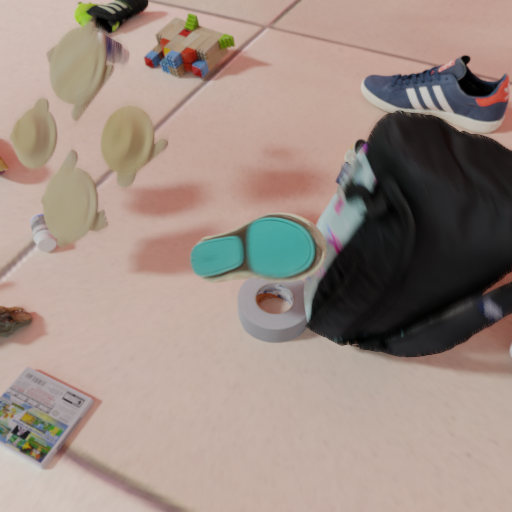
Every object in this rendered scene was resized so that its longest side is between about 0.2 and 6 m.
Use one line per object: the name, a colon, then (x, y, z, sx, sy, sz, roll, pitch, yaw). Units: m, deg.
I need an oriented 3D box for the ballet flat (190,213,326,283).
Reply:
ballet flat: (0.105, -0.082, 6.739, 0.733, 0.793, 2.351, -2, -1, -41)

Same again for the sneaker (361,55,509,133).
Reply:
sneaker: (3.756, -3.628, 11.749, 3.054, 1.290, 1.145, 16, 50, 15)

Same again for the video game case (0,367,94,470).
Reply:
video game case: (-2.897, 2.089, 7.331, 1.137, 0.125, 1.036, 20, 51, 17)

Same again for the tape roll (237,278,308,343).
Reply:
tape roll: (0.276, 0.746, 8.387, 1.114, 0.368, 1.114, 0, 47, 0)

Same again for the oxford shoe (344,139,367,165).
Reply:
oxford shoe: (2.484, -1.674, 10.497, 1.820, 0.526, 0.684, 31, 52, 22)

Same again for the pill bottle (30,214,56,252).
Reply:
pill bottle: (-3.574, -0.388, 9.427, 0.362, 0.362, 0.636, -18, 50, -16)

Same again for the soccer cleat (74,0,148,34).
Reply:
soccer cleat: (-3.704, -6.306, 14.697, 2.102, 0.710, 0.852, -26, 79, -28)

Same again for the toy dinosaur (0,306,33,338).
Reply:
toy dinosaur: (-5.049, 0.904, 8.031, 3.327, 0.790, 1.466, -17, 56, -10)

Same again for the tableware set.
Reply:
tableware set: (-2.665, -1.775, 8.335, 2.943, 2.458, 0.341, 57, 23, 17)

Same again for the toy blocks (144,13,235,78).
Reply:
toy blocks: (-1.707, -4.810, 13.185, 2.051, 1.025, 1.402, 27, 65, 24)

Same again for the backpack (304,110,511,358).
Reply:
backpack: (1.929, -0.105, 7.218, 2.680, 3.211, 2.033, 22, 47, -7)

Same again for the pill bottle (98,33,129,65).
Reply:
pill bottle: (-2.369, -3.344, 9.099, 0.338, 0.338, 0.609, 44, 18, 32)

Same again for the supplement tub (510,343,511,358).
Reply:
supplement tub: (4.840, 1.220, 7.108, 2.647, 1.622, 1.622, 27, 53, 23)

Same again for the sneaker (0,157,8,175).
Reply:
sneaker: (-5.546, -1.890, 10.616, 2.037, 0.763, 0.918, 30, 62, 32)
